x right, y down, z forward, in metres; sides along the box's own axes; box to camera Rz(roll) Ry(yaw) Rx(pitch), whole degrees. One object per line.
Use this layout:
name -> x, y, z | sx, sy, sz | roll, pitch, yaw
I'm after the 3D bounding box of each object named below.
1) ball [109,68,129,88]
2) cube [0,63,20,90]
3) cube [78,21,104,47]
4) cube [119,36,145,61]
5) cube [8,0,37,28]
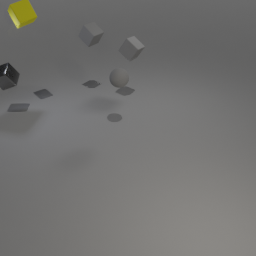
ball -> -0.315, -1.793, 10.036 | 0.700, 0.700, 0.700 | 0, 32, 0
cube -> -4.904, -2.058, 11.233 | 0.700, 0.700, 0.700 | -14, 54, 16
cube -> -1.636, -4.161, 12.425 | 0.700, 0.700, 0.700 | 47, 48, 3
cube -> 0.164, -3.431, 12.112 | 0.700, 0.700, 0.700 | 45, 38, 2
cube -> -3.854, -4.167, 10.214 | 0.700, 0.700, 0.700 | -34, 19, -23
